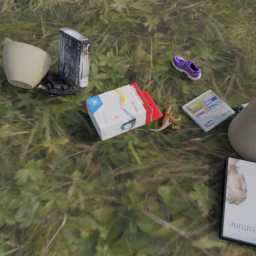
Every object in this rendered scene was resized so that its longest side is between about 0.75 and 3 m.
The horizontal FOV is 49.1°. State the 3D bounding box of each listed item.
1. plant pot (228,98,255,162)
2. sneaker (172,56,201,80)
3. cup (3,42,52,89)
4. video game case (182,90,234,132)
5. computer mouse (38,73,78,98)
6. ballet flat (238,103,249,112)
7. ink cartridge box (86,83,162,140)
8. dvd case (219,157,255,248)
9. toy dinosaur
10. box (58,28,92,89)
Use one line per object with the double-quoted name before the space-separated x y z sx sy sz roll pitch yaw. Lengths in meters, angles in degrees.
"plant pot" 4.617 -0.281 8.902 2.147 2.292 2.147 0 57 -1
"sneaker" 2.421 -2.577 11.382 0.581 0.601 1.440 -39 64 -22
"cup" -3.934 -2.253 10.674 1.800 1.800 1.287 9 80 6
"video game case" 2.971 -0.665 10.415 1.445 0.159 1.316 -31 63 -17
"computer mouse" -2.823 -1.530 10.502 1.270 0.416 1.808 -10 37 -41
"ballet flat" 4.600 -0.791 10.388 1.006 0.373 0.373 -11 58 -7
"ink cartridge box" -0.102 -0.696 10.026 2.435 0.819 1.415 -22 59 -14
"dvd case" 3.772 2.218 8.425 1.848 0.227 2.591 12 61 6
"toy dinosaur" 1.398 -0.185 9.924 0.851 0.484 1.602 8 38 20
"box" -2.031 -2.588 10.452 0.447 1.848 1.463 -21 44 -39
